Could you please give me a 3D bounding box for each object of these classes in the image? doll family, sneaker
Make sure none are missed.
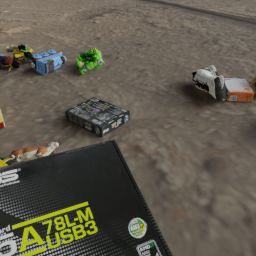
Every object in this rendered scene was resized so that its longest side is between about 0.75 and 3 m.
[{"bbox_3d":[-5.003,-3.094,12.296,1.443,0.979,2.496,22,43,24],"label":"doll family"},{"bbox_3d":[2.862,-1.542,9.975,0.920,0.848,2.301,-9,27,5],"label":"sneaker"}]

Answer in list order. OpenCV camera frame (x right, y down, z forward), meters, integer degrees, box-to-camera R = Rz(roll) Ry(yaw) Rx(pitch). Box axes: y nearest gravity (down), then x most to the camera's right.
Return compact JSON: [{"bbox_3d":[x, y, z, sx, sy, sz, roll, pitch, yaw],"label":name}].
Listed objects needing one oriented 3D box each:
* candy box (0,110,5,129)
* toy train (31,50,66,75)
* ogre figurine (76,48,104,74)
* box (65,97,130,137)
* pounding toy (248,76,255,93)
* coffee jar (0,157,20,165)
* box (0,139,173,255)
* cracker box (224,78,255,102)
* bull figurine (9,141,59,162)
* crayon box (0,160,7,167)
[{"bbox_3d":[-4.711,-0.592,8.454,1.363,0.660,2.336,-18,38,-27],"label":"candy box"},{"bbox_3d":[-3.386,-2.859,12.114,0.931,0.707,1.630,26,37,21],"label":"toy train"},{"bbox_3d":[-1.632,-2.942,12.137,1.049,0.859,1.750,-19,17,3],"label":"ogre figurine"},{"bbox_3d":[-0.905,-0.380,8.407,1.539,0.335,1.233,22,38,31],"label":"box"},{"bbox_3d":[4.995,-1.532,10.184,0.980,0.983,1.713,37,51,5],"label":"pounding toy"},{"bbox_3d":[-3.011,0.923,6.025,1.519,0.648,0.792,13,34,19],"label":"coffee jar"},{"bbox_3d":[-1.024,1.666,4.108,2.884,0.685,2.786,-13,55,-20],"label":"box"},{"bbox_3d":[3.866,-1.370,9.970,0.848,0.365,1.266,3,33,5],"label":"cracker box"},{"bbox_3d":[-2.225,0.637,6.689,1.172,0.382,0.712,-12,18,-12],"label":"bull figurine"},{"bbox_3d":[-2.516,1.391,4.807,1.397,0.472,1.619,32,53,13],"label":"crayon box"}]
